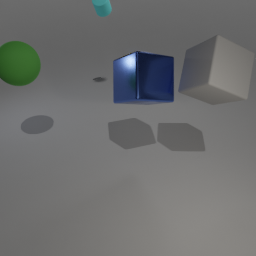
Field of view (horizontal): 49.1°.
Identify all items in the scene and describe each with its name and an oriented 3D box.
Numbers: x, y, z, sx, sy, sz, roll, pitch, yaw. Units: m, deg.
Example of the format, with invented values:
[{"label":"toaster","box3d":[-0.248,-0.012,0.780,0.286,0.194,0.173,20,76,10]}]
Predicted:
[{"label":"cube","box3d":[2.519,-1.583,8.078,1.400,1.400,1.400,16,-9,-24]},{"label":"ball","box3d":[-3.509,-2.040,8.910,1.400,1.400,1.400,0,32,0]},{"label":"cube","box3d":[0.466,-1.479,8.745,1.400,1.400,1.400,-1,1,-32]},{"label":"cylinder","box3d":[-1.118,-5.287,12.032,0.700,0.700,0.700,-3,70,10]}]
